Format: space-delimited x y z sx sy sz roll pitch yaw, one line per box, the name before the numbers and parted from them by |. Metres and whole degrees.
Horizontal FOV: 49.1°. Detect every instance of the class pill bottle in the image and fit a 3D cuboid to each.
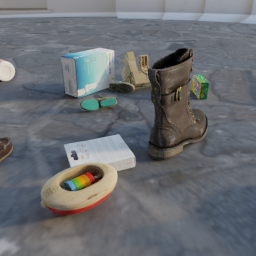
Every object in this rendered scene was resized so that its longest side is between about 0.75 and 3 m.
pill bottle | -5.923 -2.711 12.729 1.611 0.883 0.883 24 36 38

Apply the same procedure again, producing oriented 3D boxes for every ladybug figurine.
ladybug figurine | -0.922 1.197 5.429 1.582 0.569 1.073 -18 33 -32

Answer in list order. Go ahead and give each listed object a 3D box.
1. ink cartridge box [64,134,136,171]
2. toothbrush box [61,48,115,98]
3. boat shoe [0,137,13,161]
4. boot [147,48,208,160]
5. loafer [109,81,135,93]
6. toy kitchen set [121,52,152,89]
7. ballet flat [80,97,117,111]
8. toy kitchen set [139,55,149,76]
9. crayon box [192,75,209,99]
ink cartridge box | -0.701 0.664 6.768 1.465 0.418 1.191 -14 30 -15
toothbrush box | -1.520 -2.239 11.121 0.881 1.513 2.066 22 35 36
boat shoe | -3.233 0.552 6.776 0.517 0.517 1.470 -1 26 1
boot | 1.401 -0.752 7.107 0.998 2.510 2.883 18 32 31
loafer | -0.214 -1.704 11.275 1.117 0.422 0.381 13 36 24
toy kitchen set | 0.504 -2.333 11.838 1.275 1.414 1.153 -11 -12 -20
ballet flat | -1.028 -0.816 9.618 1.278 0.452 0.452 -10 29 -18
toy kitchen set | 0.679 -2.791 12.845 0.832 0.920 1.019 -11 25 -18
crayon box | 2.782 -1.599 10.819 0.320 0.652 1.097 -1 28 -4
